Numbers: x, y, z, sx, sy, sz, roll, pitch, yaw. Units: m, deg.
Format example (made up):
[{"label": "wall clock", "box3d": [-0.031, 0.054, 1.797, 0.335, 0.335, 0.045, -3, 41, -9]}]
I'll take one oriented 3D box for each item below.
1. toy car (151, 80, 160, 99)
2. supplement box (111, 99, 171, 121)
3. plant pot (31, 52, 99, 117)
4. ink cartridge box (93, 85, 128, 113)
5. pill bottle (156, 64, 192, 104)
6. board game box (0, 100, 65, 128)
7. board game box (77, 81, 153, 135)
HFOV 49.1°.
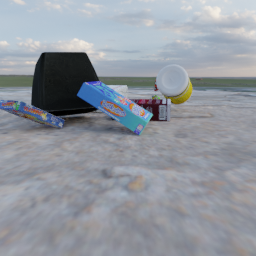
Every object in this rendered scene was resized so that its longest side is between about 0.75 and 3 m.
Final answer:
[{"label": "toy car", "box3d": [1.380, -1.500, 13.473, 0.308, 1.383, 1.301, 11, -17, 14]}, {"label": "supplement box", "box3d": [0.490, -0.667, 10.011, 2.045, 0.623, 1.113, 2, 15, 8]}, {"label": "plant pot", "box3d": [-2.165, -1.438, 9.454, 2.152, 1.914, 2.157, -8, 1, -26]}, {"label": "ink cartridge box", "box3d": [-1.300, -1.327, 12.389, 2.236, 0.943, 1.634, 5, 20, 22]}, {"label": "pill bottle", "box3d": [2.089, -1.760, 12.154, 1.304, 1.304, 2.320, 4, -7, 20]}, {"label": "board game box", "box3d": [-2.667, -0.377, 7.814, 1.012, 0.258, 1.495, 6, -14, 36]}, {"label": "board game box", "box3d": [-0.284, -0.619, 7.817, 1.942, 0.437, 1.477, 33, 15, 2]}]
